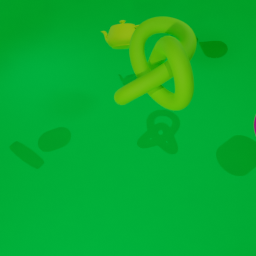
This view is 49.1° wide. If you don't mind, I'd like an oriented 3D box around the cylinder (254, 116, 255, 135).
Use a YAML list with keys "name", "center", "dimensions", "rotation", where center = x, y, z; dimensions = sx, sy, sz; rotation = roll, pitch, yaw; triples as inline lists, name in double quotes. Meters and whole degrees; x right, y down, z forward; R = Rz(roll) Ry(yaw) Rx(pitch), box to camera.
- name: "cylinder"
  center: [2.736, -0.094, 4.679]
  dimensions: [1.022, 1.022, 1.022]
  rotation: [33, 24, 25]

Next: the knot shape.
- name: "knot shape"
  center: [0.493, -0.880, 4.226]
  dimensions: [0.749, 1.621, 1.517]
  rotation: [22, 15, -34]

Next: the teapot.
- name: "teapot"
  center: [-0.155, -2.445, 7.335]
  dimensions: [1.401, 0.686, 0.871]
  rotation: [1, 10, 34]
